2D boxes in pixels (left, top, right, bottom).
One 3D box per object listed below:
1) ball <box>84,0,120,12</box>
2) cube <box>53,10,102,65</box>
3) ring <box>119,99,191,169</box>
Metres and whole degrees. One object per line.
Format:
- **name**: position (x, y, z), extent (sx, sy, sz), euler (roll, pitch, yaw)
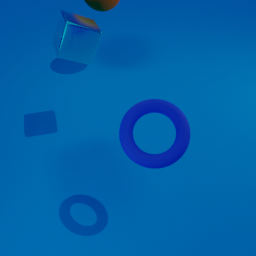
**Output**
- **ball**: position (-0.866, -4.568, 9.218), extent (1.359, 1.359, 1.359), euler (0, 48, 0)
- **cube**: position (-1.276, -2.225, 6.917), extent (0.887, 0.887, 0.887), euler (7, 35, -28)
- **ring**: position (0.453, 0.085, 4.812), extent (1.224, 0.245, 1.224), euler (-1, 76, 4)
